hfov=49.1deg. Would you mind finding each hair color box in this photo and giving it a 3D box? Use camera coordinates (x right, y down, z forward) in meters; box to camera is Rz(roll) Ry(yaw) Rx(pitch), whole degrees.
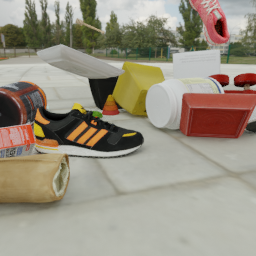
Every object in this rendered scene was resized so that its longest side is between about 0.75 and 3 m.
[{"bbox_3d":[-2.817,0.419,5.798,1.584,0.506,0.878,-9,-21,-30],"label":"hair color box"}]

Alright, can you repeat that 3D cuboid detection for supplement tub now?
[{"bbox_3d":[-3.408,-0.691,8.713,1.439,1.439,2.690,1,16,3],"label":"supplement tub"},{"bbox_3d":[1.788,-0.786,8.792,2.122,1.539,1.539,-9,18,-28],"label":"supplement tub"}]

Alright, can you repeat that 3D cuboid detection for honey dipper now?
[{"bbox_3d":[-1.112,-2.998,8.282,0.898,0.170,0.170,22,15,-6],"label":"honey dipper"}]

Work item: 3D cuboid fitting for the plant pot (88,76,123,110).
[{"bbox_3d":[-0.775,-1.571,11.795,1.609,1.427,1.605,-5,16,-18],"label":"plant pot"}]

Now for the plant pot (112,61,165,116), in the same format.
[{"bbox_3d":[0.540,-1.315,10.367,1.601,1.601,1.412,3,38,-27],"label":"plant pot"}]

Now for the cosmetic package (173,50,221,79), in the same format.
[{"bbox_3d":[3.040,-2.189,12.161,1.885,1.887,2.287,-1,4,17],"label":"cosmetic package"}]

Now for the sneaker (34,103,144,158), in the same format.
[{"bbox_3d":[-0.939,0.000,6.692,2.671,1.202,0.934,0,16,1],"label":"sneaker"}]

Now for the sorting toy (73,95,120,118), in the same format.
[{"bbox_3d":[-1.191,-0.771,10.264,2.143,0.738,0.743,-14,21,-42],"label":"sorting toy"}]

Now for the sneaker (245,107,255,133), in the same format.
[{"bbox_3d":[3.323,-0.127,8.244,1.940,0.686,0.962,-16,-36,26],"label":"sneaker"}]

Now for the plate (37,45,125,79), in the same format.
[{"bbox_3d":[-1.368,-1.733,7.794,1.923,0.312,1.928,14,0,-36],"label":"plate"}]

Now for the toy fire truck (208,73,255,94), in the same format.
[{"bbox_3d":[3.685,-1.045,10.590,2.530,1.419,2.125,-1,-10,-1],"label":"toy fire truck"}]

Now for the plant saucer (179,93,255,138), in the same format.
[{"bbox_3d":[2.315,-0.233,7.410,1.819,1.823,0.335,3,59,9],"label":"plant saucer"}]

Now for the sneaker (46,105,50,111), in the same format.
[{"bbox_3d":[-3.514,-0.774,10.998,0.859,0.316,0.507,7,20,-12],"label":"sneaker"}]

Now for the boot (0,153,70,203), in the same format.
[{"bbox_3d":[-2.422,0.900,4.161,2.753,0.911,2.411,0,16,-2],"label":"boot"}]

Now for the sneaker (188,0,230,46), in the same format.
[{"bbox_3d":[2.118,-2.945,7.002,0.680,1.846,0.801,-30,19,6],"label":"sneaker"}]
